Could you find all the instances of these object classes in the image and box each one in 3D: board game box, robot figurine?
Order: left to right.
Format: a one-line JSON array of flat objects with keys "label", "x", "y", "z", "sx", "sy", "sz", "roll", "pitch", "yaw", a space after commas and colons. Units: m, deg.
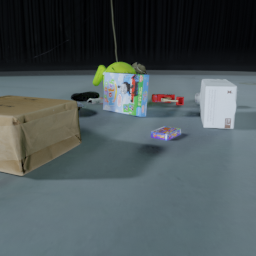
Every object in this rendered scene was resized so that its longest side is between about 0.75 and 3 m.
[{"label": "robot figurine", "x": -0.421, "y": -2.289, "z": 14.161, "sx": 2.507, "sy": 1.653, "sz": 2.857, "roll": 28, "pitch": -10, "yaw": -1}, {"label": "board game box", "x": -0.141, "y": -1.465, "z": 11.914, "sx": 2.223, "sy": 1.681, "sz": 0.407, "roll": 12, "pitch": 13, "yaw": 41}, {"label": "board game box", "x": 1.185, "y": 0.153, "z": 8.684, "sx": 0.581, "sy": 0.193, "sz": 0.863, "roll": 11, "pitch": 18, "yaw": 35}]

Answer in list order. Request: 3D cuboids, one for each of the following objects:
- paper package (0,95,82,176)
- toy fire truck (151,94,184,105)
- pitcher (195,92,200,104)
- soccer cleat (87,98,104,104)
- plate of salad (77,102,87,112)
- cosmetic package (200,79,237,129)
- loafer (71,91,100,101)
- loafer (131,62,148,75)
[{"label": "paper package", "x": -2.820, "y": 0.016, "z": 6.988, "sx": 2.541, "sy": 1.315, "sz": 2.422, "roll": 5, "pitch": 15, "yaw": 23}, {"label": "toy fire truck", "x": 2.038, "y": -1.502, "z": 14.618, "sx": 1.708, "sy": 0.416, "sz": 1.205, "roll": 3, "pitch": 14, "yaw": 9}, {"label": "pitcher", "x": 4.263, "y": -1.473, "z": 13.850, "sx": 1.257, "sy": 0.888, "sz": 1.465, "roll": 2, "pitch": 1, "yaw": -30}, {"label": "soccer cleat", "x": -1.638, "y": -1.363, "z": 14.348, "sx": 0.989, "sy": 0.339, "sz": 0.421, "roll": 4, "pitch": 26, "yaw": 23}, {"label": "plate of salad", "x": -2.862, "y": -0.924, "z": 12.249, "sx": 2.121, "sy": 0.509, "sz": 2.121, "roll": 6, "pitch": 5, "yaw": -1}, {"label": "cosmetic package", "x": 3.345, "y": -1.029, "z": 10.686, "sx": 1.101, "sy": 1.511, "sz": 2.973, "roll": 3, "pitch": 13, "yaw": 13}, {"label": "loafer", "x": -2.328, "y": -1.671, "z": 15.156, "sx": 1.569, "sy": 0.533, "sz": 0.551, "roll": -2, "pitch": 19, "yaw": 9}, {"label": "loafer", "x": 0.596, "y": -3.008, "z": 14.495, "sx": 0.681, "sy": 0.631, "sz": 1.811, "roll": 38, "pitch": 8, "yaw": -36}]
